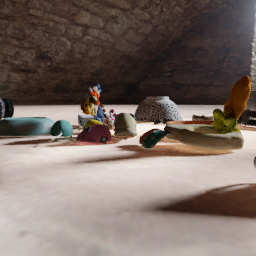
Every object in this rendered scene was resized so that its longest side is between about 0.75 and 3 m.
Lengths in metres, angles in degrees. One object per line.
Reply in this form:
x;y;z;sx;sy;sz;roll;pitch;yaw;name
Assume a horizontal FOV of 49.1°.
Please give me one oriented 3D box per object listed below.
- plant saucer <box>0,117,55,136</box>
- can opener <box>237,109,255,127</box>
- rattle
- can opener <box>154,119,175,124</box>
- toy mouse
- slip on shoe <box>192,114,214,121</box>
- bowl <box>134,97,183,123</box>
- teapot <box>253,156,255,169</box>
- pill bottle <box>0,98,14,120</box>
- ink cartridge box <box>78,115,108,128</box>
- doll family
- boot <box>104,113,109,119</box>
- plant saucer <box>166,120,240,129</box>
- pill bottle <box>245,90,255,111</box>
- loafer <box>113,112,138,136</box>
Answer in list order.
-3.360;-0.102;9.286;2.463;0.474;2.463;0;5;0;plant saucer
5.134;-0.389;11.000;0.840;0.670;2.511;-6;9;-37;can opener
1.406;-0.304;6.236;2.298;1.642;1.496;8;28;16;rattle
1.531;-0.219;11.830;0.907;0.242;0.303;4;40;30;can opener
-1.219;0.053;7.246;2.324;0.450;2.065;10;8;36;toy mouse
3.661;-0.503;13.696;1.040;0.315;0.395;2;6;20;slip on shoe
1.424;-0.943;13.771;2.532;1.188;2.532;-1;5;0;bowl
2.341;0.377;3.480;1.059;0.783;1.073;-31;47;-27;teapot
-6.260;-0.810;12.241;1.240;1.240;2.217;6;9;42;pill bottle
-0.935;-0.297;11.164;1.964;0.560;1.596;-6;7;-15;ink cartridge box
-0.998;-0.477;8.957;0.772;1.713;1.063;-22;31;19;doll family
-1.536;-0.542;13.917;1.037;0.402;0.718;-1;1;-21;boot
2.177;0.033;8.294;2.113;0.395;2.113;0;6;0;plant saucer
8.454;-1.539;17.295;1.615;1.615;2.849;-5;8;-39;pill bottle
-0.060;-0.094;7.794;0.713;0.643;1.884;0;-1;-4;loafer
